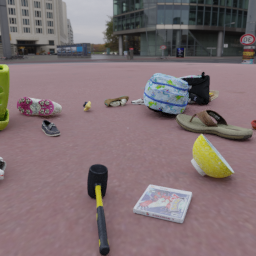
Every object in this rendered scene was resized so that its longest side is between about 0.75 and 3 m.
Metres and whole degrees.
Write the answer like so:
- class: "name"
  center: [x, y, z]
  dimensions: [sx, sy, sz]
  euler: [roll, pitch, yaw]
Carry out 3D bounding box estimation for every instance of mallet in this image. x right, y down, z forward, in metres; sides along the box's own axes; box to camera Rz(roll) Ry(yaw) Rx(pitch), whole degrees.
- class: "mallet"
  center: [-0.535, 1.543, 5.241]
  dimensions: [0.426, 0.682, 2.071]
  euler: [2, 31, -11]

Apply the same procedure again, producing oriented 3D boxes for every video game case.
- class: "video game case"
  center: [0.734, 1.496, 5.674]
  dimensions: [0.958, 0.121, 1.052]
  euler: [6, 18, 21]

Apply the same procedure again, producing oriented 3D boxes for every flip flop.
- class: "flip flop"
  center: [3.071, -0.226, 10.141]
  dimensions: [1.145, 0.813, 2.824]
  euler: [-16, 22, -42]

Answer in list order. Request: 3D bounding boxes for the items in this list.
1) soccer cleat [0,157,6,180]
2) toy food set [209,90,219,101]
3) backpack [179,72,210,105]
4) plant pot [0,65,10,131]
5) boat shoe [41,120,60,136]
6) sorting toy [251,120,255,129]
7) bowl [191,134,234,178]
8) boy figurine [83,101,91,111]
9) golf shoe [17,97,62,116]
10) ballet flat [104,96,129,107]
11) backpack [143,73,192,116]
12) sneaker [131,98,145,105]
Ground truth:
- class: "soccer cleat"
  center: [-3.490, 0.867, 7.067]
  dimensions: [0.759, 0.611, 1.781]
  euler: [5, 14, -26]
- class: "toy food set"
  center: [4.482, -2.058, 16.611]
  dimensions: [1.375, 0.579, 1.916]
  euler: [10, 20, 30]
- class: "backpack"
  center: [3.358, -2.053, 15.226]
  dimensions: [2.073, 1.730, 1.312]
  euler: [1, -2, 14]
- class: "plant pot"
  center: [-5.738, -1.125, 10.575]
  dimensions: [2.521, 2.299, 2.534]
  euler: [-6, 18, -22]
- class: "boat shoe"
  center: [-2.834, -0.007, 10.182]
  dimensions: [0.443, 0.382, 1.218]
  euler: [-12, 21, -35]
- class: "sorting toy"
  center: [5.014, -0.027, 10.506]
  dimensions: [0.482, 0.329, 0.802]
  euler: [-29, 42, -29]
- class: "bowl"
  center: [1.939, 0.798, 6.846]
  dimensions: [0.639, 1.188, 1.188]
  euler: [-40, 11, 13]
- class: "boy figurine"
  center: [-1.966, -1.037, 13.413]
  dimensions: [0.282, 0.544, 0.875]
  euler: [33, 2, -18]
- class: "golf shoe"
  center: [-4.055, -0.925, 12.805]
  dimensions: [2.268, 0.854, 1.038]
  euler: [10, 3, 25]
- class: "ballet flat"
  center: [-0.507, -1.338, 14.570]
  dimensions: [1.458, 0.494, 0.527]
  euler: [-10, 40, -28]
- class: "backpack"
  center: [1.758, -1.550, 12.881]
  dimensions: [2.342, 2.207, 2.871]
  euler: [21, 33, 6]
- class: "sneaker"
  center: [0.580, -1.436, 15.010]
  dimensions: [0.836, 0.335, 0.308]
  euler: [1, 18, 8]
